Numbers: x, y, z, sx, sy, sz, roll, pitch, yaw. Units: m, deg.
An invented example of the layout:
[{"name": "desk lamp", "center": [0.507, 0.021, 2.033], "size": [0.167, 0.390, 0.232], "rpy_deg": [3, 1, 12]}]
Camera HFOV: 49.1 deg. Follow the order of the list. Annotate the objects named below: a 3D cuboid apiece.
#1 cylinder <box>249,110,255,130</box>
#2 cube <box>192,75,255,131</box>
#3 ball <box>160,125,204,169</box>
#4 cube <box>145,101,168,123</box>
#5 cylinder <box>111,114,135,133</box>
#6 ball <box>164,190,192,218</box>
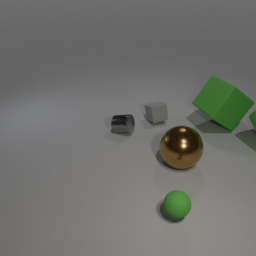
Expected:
[{"name": "cylinder", "center": [5.167, -0.095, 9.663], "size": [1.400, 1.400, 1.400], "rpy_deg": [-13, 69, -20]}, {"name": "cube", "center": [3.712, -0.990, 11.010], "size": [1.400, 1.400, 1.400], "rpy_deg": [26, 16, -32]}, {"name": "ball", "center": [1.724, 0.618, 9.058], "size": [1.400, 1.400, 1.400], "rpy_deg": [0, 30, 0]}, {"name": "cube", "center": [1.188, -0.675, 11.739], "size": [0.700, 0.700, 0.700], "rpy_deg": [-15, 17, -18]}, {"name": "cylinder", "center": [-0.193, -0.175, 10.954], "size": [0.700, 0.700, 0.700], "rpy_deg": [-1, 27, 29]}, {"name": "ball", "center": [1.262, 1.938, 7.142], "size": [0.700, 0.700, 0.700], "rpy_deg": [0, 30, 0]}]
